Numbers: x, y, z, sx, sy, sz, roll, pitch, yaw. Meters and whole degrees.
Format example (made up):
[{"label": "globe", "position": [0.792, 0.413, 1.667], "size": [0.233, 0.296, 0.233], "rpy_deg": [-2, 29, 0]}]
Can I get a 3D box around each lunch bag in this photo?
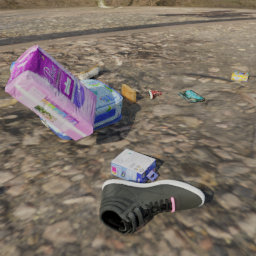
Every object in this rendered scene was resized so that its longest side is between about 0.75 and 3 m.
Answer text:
[{"label": "lunch bag", "position": [-1.687, -0.724, 10.101], "size": [2.750, 1.134, 2.211], "rpy_deg": [-25, 43, -36]}]

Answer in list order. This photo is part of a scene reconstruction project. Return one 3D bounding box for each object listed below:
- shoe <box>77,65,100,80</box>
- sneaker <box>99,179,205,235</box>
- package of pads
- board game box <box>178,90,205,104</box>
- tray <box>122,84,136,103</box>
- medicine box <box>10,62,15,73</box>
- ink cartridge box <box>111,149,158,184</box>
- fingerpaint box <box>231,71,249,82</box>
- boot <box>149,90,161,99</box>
[{"label": "shoe", "position": [-1.993, -2.848, 14.733], "size": [0.685, 0.523, 1.958], "rpy_deg": [-20, 13, 32]}, {"label": "sneaker", "position": [0.458, 1.797, 6.149], "size": [2.394, 0.846, 1.187], "rpy_deg": [1, 31, 12]}, {"label": "package of pads", "position": [-1.955, -0.931, 7.754], "size": [0.953, 2.519, 1.518], "rpy_deg": [-29, 42, 25]}, {"label": "board game box", "position": [2.792, -1.398, 12.423], "size": [0.727, 0.151, 1.075], "rpy_deg": [-11, 31, -18]}, {"label": "tray", "position": [0.043, -1.513, 12.262], "size": [0.190, 0.507, 1.028], "rpy_deg": [-14, 32, -25]}, {"label": "medicine box", "position": [-5.375, -3.034, 14.763], "size": [1.360, 0.700, 1.239], "rpy_deg": [-7, 30, -13]}, {"label": "ink cartridge box", "position": [0.229, 1.094, 7.693], "size": [1.178, 0.450, 0.803], "rpy_deg": [16, 33, 29]}, {"label": "fingerpaint box", "position": [5.855, -2.699, 14.592], "size": [0.781, 0.287, 0.652], "rpy_deg": [15, 33, 24]}, {"label": "boot", "position": [1.218, -1.502, 12.505], "size": [0.548, 0.275, 0.759], "rpy_deg": [2, 26, 1]}]
